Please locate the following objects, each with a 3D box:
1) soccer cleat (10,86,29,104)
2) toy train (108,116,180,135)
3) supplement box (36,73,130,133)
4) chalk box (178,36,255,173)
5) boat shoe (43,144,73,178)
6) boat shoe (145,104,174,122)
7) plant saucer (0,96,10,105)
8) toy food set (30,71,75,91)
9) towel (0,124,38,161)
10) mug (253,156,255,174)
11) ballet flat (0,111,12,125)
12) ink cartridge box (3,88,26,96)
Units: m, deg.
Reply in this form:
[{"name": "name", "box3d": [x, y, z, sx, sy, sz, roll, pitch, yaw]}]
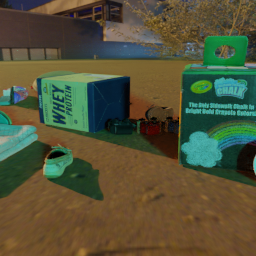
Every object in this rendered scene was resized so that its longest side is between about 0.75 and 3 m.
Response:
[{"name": "soccer cleat", "box3d": [-5.043, -1.568, 13.016, 0.760, 0.708, 2.076, 3, 14, -18]}, {"name": "toy train", "box3d": [0.675, -0.054, 8.286, 2.534, 0.432, 0.580, -3, 26, -6]}, {"name": "supplement box", "box3d": [-1.417, -0.971, 9.433, 2.240, 1.505, 2.242, 9, 18, 28]}, {"name": "chalk box", "box3d": [2.059, -0.633, 6.244, 1.682, 2.695, 1.670, 4, 17, 15]}, {"name": "boat shoe", "box3d": [-1.481, 0.626, 6.035, 0.483, 0.413, 1.317, 0, 17, -2]}, {"name": "boat shoe", "box3d": [0.965, -0.473, 9.307, 0.525, 0.635, 1.697, 6, 14, 32]}, {"name": "plant saucer", "box3d": [-5.700, -1.298, 12.974, 0.581, 0.158, 1.663, -5, 18, -15]}, {"name": "toy food set", "box3d": [-3.490, -2.180, 13.870, 2.486, 0.611, 2.511, -18, 37, -24]}, {"name": "towel", "box3d": [-4.104, 0.393, 6.772, 2.837, 0.457, 2.710, 4, 17, 15]}, {"name": "mug", "box3d": [2.970, 0.760, 5.338, 0.831, 1.037, 0.852, -28, -12, 35]}, {"name": "ballet flat", "box3d": [-4.227, -0.264, 8.568, 2.167, 0.744, 0.683, 7, 7, 22]}, {"name": "ink cartridge box", "box3d": [-5.785, -1.828, 14.317, 0.671, 0.389, 0.909, 11, 21, 33]}]
